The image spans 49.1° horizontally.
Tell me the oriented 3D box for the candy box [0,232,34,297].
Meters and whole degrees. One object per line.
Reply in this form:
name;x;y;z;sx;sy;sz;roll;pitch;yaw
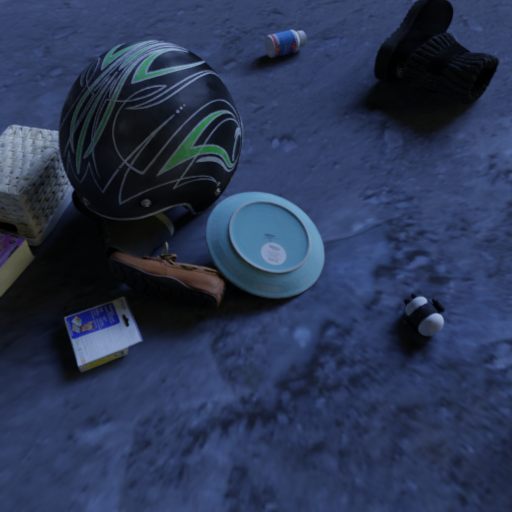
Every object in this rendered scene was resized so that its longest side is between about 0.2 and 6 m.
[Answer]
candy box;-4.935;0.120;9.679;1.546;0.553;1.297;15;50;14

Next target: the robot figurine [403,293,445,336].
robot figurine;2.685;0.949;9.016;0.454;0.547;0.727;-6;45;-28

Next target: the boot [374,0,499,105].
boot;4.806;-5.125;13.869;2.582;1.299;3.453;23;62;28

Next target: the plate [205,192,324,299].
plate;0.211;-0.291;9.776;2.198;0.281;2.198;10;56;-15

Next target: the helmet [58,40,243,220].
helmet;-1.931;-2.205;10.063;3.181;3.181;3.033;29;14;24

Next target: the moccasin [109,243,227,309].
moccasin;-1.476;0.275;9.400;2.005;0.733;0.774;10;51;9

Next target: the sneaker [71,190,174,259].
sneaker;-2.693;-0.580;10.138;2.155;0.806;1.145;22;50;17

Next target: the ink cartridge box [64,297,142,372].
ink cartridge box;-2.430;1.225;8.914;1.025;0.241;1.013;-18;49;-18

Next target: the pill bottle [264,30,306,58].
pill bottle;0.793;-5.668;14.906;1.035;0.581;0.581;-20;51;-16

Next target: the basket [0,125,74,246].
basket;-4.394;-1.387;10.570;1.388;1.263;2.048;10;48;8
